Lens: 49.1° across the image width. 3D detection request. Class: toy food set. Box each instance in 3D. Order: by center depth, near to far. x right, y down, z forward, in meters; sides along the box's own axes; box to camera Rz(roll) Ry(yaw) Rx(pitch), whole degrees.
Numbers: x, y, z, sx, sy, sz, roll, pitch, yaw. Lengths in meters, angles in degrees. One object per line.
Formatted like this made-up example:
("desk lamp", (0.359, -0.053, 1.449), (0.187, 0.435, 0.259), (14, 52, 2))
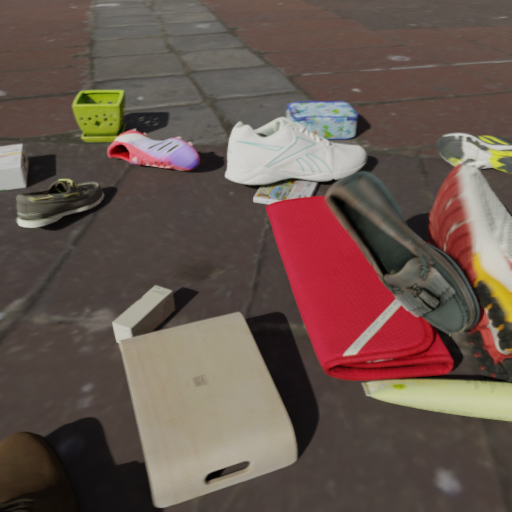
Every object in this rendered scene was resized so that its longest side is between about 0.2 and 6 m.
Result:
("toy food set", (-0.665, 1.719, 6.810), (1.627, 0.685, 2.267), (-11, 44, -17))

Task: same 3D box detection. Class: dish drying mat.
("dish drying mat", (1.373, 0.183, 8.968), (1.800, 0.426, 4.686), (-4, 33, -6))

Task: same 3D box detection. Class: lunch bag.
("lunch bag", (1.640, -3.486, 14.269), (1.710, 0.705, 1.375), (-1, 32, -3))

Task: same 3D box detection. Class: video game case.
("video game case", (0.634, -1.352, 11.622), (1.092, 0.137, 1.200), (10, 36, 14))

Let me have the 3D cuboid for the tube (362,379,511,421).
("tube", (2.223, 1.705, 6.863), (1.787, 0.519, 0.464), (3, 48, 7))

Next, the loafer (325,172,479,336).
("loafer", (1.801, 0.038, 7.315), (0.809, 0.924, 2.571), (-22, 70, -48))

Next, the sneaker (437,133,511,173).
("sneaker", (5.106, -2.362, 12.696), (2.044, 0.761, 0.865), (15, 30, 6))

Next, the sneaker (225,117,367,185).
("sneaker", (0.922, -2.230, 11.751), (3.184, 1.276, 1.120), (-6, 20, -19))

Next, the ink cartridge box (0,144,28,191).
("ink cartridge box", (-5.444, -1.898, 12.073), (0.885, 0.533, 1.218), (-10, 34, -13))

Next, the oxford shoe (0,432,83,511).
("oxford shoe", (-2.128, 2.530, 5.098), (0.976, 1.133, 2.685), (-14, 35, -16))

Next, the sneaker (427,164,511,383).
("sneaker", (3.478, 0.175, 7.925), (1.426, 1.351, 3.472), (-5, 60, -10))

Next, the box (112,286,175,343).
("box", (-1.614, 0.874, 8.139), (0.339, 0.408, 0.992), (16, 36, 25))

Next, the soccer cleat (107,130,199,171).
("soccer cleat", (-2.284, -2.240, 12.454), (2.334, 0.779, 0.893), (21, 51, 30))

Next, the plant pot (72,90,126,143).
("plant pot", (-3.812, -3.431, 13.874), (1.132, 1.027, 1.127), (-2, 34, -3))

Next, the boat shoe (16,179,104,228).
("boat shoe", (-3.692, -1.123, 10.701), (0.717, 0.600, 2.007), (11, 27, 27))
